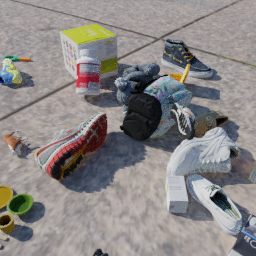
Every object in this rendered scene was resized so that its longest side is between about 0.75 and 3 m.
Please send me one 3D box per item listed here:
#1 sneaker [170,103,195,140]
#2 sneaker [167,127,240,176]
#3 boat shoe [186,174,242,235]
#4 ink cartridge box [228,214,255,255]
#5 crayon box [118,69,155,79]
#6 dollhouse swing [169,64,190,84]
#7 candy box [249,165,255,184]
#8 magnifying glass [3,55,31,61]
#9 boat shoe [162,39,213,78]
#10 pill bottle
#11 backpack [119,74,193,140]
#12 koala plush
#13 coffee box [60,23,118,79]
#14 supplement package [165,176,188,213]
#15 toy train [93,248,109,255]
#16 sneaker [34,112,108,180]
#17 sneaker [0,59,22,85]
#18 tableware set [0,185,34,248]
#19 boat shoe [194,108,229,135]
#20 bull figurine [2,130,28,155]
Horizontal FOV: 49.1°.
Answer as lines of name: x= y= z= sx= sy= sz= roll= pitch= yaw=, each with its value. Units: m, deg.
sneaker: x=1.429 y=-0.172 z=6.720 sx=0.542 sy=0.500 sz=1.356 roll=14 pitch=31 yaw=-13
sneaker: x=2.232 y=0.843 z=7.869 sx=2.520 sy=0.982 sz=1.252 roll=-25 pitch=48 yaw=-26
boat shoe: x=2.184 y=1.712 z=7.005 sx=0.695 sy=0.631 sz=1.889 roll=-19 pitch=42 yaw=-22
ink cartridge box: x=3.394 y=2.872 z=5.722 sx=2.334 sy=0.458 sz=1.161 roll=28 pitch=46 yaw=29
crayon box: x=0.332 y=-2.141 z=12.001 sx=1.579 sy=0.407 sz=0.992 roll=0 pitch=39 yaw=1
dollhouse swing: x=1.942 y=-2.077 z=11.468 sx=1.017 sy=0.984 sz=1.119 roll=10 pitch=41 yaw=12
candy box: x=4.429 y=1.457 z=7.382 sx=1.154 sy=0.553 sz=1.999 roll=-30 pitch=47 yaw=-32
magnifying glass: x=-5.464 y=-3.410 z=13.800 sx=1.387 sy=0.155 sz=0.552 roll=6 pitch=39 yaw=6
boat shoe: x=2.650 y=-3.163 z=12.655 sx=2.592 sy=1.177 sz=0.917 roll=27 pitch=46 yaw=30
pill bottle: x=-1.531 y=-2.143 z=10.878 sx=0.941 sy=1.676 sz=0.941 roll=2 pitch=4 yaw=0
backpack: x=1.018 y=-0.723 z=9.288 sx=1.510 sy=1.991 sz=2.386 roll=41 pitch=48 yaw=14
koala plush: x=0.187 y=-1.409 z=10.336 sx=1.640 sy=1.583 sz=1.785 roll=9 pitch=38 yaw=30
coffee box: x=-1.683 y=-3.304 z=12.302 sx=1.850 sy=1.829 sz=1.847 roll=-22 pitch=44 yaw=-25
supplement package: x=1.230 y=1.680 z=7.169 sx=0.459 sy=0.477 sz=0.838 roll=1 pitch=36 yaw=1
toy train: x=-0.215 y=2.956 z=5.787 sx=1.301 sy=0.222 sz=0.298 roll=23 pitch=48 yaw=27
sneaker: x=-1.615 y=0.282 z=8.443 sx=1.141 sy=1.081 sz=2.778 roll=23 pitch=44 yaw=28
sneaker: x=-5.339 y=-2.445 z=12.168 sx=0.940 sy=0.678 sz=1.790 roll=-25 pitch=46 yaw=-27
tableware set: x=-3.769 y=1.934 z=6.923 sx=2.604 sy=0.400 sz=1.754 roll=14 pitch=40 yaw=17
boat shoe: x=2.709 y=-0.167 z=9.366 sx=1.748 sy=0.623 sz=0.564 roll=-27 pitch=46 yaw=-31
bull figurine: x=-3.546 y=0.452 z=8.828 sx=1.025 sy=0.334 sz=0.622 roll=32 pitch=47 yaw=32
